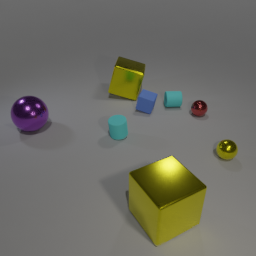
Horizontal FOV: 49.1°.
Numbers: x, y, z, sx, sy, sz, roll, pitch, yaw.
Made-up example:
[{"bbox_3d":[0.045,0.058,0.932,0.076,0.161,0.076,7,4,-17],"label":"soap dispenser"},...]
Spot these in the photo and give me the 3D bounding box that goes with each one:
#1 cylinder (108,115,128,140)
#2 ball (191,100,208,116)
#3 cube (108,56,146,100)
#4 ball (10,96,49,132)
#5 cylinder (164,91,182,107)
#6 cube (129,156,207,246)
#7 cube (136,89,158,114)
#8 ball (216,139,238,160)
[{"bbox_3d":[-0.372,-0.030,10.602,0.700,0.700,0.700,-4,37,3],"label":"cylinder"},{"bbox_3d":[3.051,-0.849,11.986,0.700,0.700,0.700,0,33,0],"label":"ball"},{"bbox_3d":[-0.038,-2.387,13.412,1.400,1.400,1.400,16,33,-3],"label":"cube"},{"bbox_3d":[-3.799,-0.553,10.857,1.400,1.400,1.400,0,33,0],"label":"ball"},{"bbox_3d":[2.034,-1.311,12.656,0.700,0.700,0.700,-1,33,-4],"label":"cylinder"},{"bbox_3d":[0.949,1.813,7.201,1.400,1.400,1.400,-18,37,-24],"label":"cube"},{"bbox_3d":[0.815,-1.164,12.282,0.700,0.700,0.700,20,39,8],"label":"cube"},{"bbox_3d":[3.370,0.731,9.527,0.700,0.700,0.700,0,33,0],"label":"ball"}]
